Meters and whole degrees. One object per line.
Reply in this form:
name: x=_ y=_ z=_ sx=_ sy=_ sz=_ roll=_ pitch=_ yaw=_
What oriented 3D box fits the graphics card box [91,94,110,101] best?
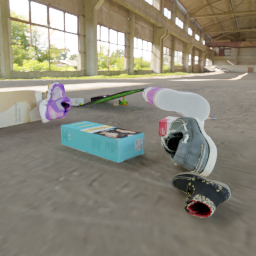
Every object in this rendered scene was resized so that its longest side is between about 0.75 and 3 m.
graphics card box: x=-1.485 y=-1.620 z=15.301 sx=0.744 sy=0.301 sz=1.185 roll=-5 pitch=11 yaw=16

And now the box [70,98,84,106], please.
box: x=-2.843 y=-1.296 z=13.690 sx=1.186 sy=0.356 sz=0.691 roll=3 pitch=7 yaw=14

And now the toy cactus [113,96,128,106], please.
toy cactus: x=-0.369 y=-1.262 z=13.755 sx=0.712 sy=0.441 sz=0.862 roll=-13 pitch=23 yaw=-12

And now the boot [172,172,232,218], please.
boot: x=0.882 y=0.887 z=3.809 sx=0.876 sy=0.316 sz=0.662 roll=9 pitch=17 yaw=36

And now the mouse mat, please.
mouse mat: x=-0.729 y=-1.447 z=13.315 sx=2.885 sy=0.109 sz=2.321 roll=-14 pitch=2 yaw=36

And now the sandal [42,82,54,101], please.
sandal: x=-3.602 y=-1.200 z=12.557 sx=0.926 sy=1.032 sz=2.815 roll=-34 pitch=27 yaw=7

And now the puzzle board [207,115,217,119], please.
puzzle board: x=2.875 y=-0.432 z=10.511 sx=0.614 sy=0.071 sz=0.815 roll=-2 pitch=12 yaw=-8

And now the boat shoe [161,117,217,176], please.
boat shoe: x=1.049 y=0.209 z=5.556 sx=0.699 sy=0.824 sz=2.263 roll=14 pitch=16 yaw=-7

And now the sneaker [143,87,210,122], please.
sneaker: x=1.236 y=-0.705 z=7.326 sx=1.845 sy=0.669 sz=1.052 roll=17 pitch=5 yaw=-30

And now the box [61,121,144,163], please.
box: x=-0.633 y=0.250 z=6.338 sx=1.977 sy=0.486 sz=0.813 roll=11 pitch=16 yaw=42

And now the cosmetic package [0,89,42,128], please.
cosmetic package: x=-3.838 y=-0.664 z=9.190 sx=0.741 sy=1.096 sz=2.084 roll=7 pitch=15 yaw=28

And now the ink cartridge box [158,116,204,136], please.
ink cartridge box: x=1.446 y=-0.003 z=7.594 sx=1.038 sy=0.433 sz=0.753 roll=8 pitch=15 yaw=29

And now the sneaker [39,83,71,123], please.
sneaker: x=-2.435 y=-0.929 z=9.992 sx=0.925 sy=0.841 sz=2.092 roll=-3 pitch=36 yaw=3
